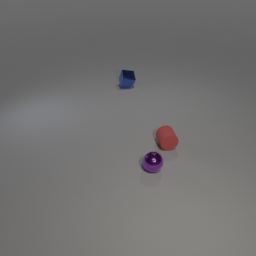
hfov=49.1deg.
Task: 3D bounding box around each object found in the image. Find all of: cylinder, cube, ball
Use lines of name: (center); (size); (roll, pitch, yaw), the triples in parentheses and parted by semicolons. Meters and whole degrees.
cylinder: (1.478, 0.368, 10.636); (0.700, 0.700, 0.700); (-6, 35, -9)
cube: (-0.054, -2.693, 15.412); (0.700, 0.700, 0.700); (2, 57, -19)
ball: (0.843, 1.140, 9.447); (0.700, 0.700, 0.700); (0, 31, 0)
